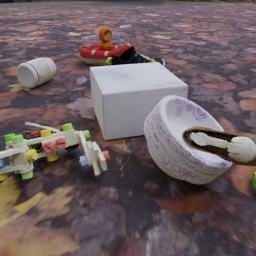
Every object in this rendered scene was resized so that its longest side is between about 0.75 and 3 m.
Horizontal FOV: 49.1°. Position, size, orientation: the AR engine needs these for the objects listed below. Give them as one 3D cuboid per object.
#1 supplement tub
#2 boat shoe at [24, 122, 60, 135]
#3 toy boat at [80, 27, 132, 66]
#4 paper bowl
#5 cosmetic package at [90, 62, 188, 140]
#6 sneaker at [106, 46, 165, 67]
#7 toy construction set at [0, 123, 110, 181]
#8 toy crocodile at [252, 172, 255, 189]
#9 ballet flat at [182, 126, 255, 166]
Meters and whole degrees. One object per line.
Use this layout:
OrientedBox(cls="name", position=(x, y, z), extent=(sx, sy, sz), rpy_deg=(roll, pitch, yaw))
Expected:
OrientedBox(cls="supplement tub", position=(-3.448, -2.137, 10.659), extent=(0.936, 0.936, 1.292), rpy_deg=(13, 30, 21))
OrientedBox(cls="boat shoe", position=(-2.138, 0.092, 6.936), extent=(1.006, 0.299, 0.362), rpy_deg=(13, -2, 18))
OrientedBox(cls="toy boat", position=(-1.010, -3.821, 12.991), extent=(2.447, 1.600, 1.597), rpy_deg=(9, 30, 16))
OrientedBox(cls="paper bowl", position=(1.150, 0.298, 5.756), extent=(1.866, 0.970, 1.866), rpy_deg=(23, 40, -21))
OrientedBox(cls="cosmetic package", position=(0.185, -0.879, 7.955), extent=(2.218, 1.368, 2.225), rpy_deg=(-8, 31, -13))
OrientedBox(cls="sneaker", position=(0.422, -2.701, 11.381), extent=(2.915, 1.207, 1.045), rpy_deg=(-22, 36, -34))
OrientedBox(cls="toy construction set", position=(-1.580, 0.454, 5.841), extent=(2.342, 1.079, 1.536), rpy_deg=(0, 4, -15))
OrientedBox(cls="toy crocodile", position=(2.674, 1.224, 5.250), extent=(0.415, 0.380, 1.230), rpy_deg=(-2, 25, -2))
OrientedBox(cls="ballet flat", position=(1.718, 0.289, 4.986), extent=(1.750, 0.593, 0.633), rpy_deg=(17, 6, 39))
